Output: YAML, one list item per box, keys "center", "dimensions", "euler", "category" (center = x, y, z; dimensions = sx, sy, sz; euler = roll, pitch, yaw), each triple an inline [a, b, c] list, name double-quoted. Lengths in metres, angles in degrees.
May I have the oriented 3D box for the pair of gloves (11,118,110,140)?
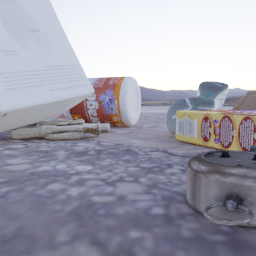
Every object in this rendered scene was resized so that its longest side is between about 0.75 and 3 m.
- center: [-1.529, -0.035, 7.069]
  dimensions: [1.992, 0.411, 2.343]
  euler: [0, 5, 5]
  category: "pair of gloves"

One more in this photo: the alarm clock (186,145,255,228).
- center: [0.871, 0.437, 2.135]
  dimensions: [0.914, 0.451, 1.355]
  euler: [3, 9, 29]
  category: "alarm clock"

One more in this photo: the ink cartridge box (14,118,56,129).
- center: [-3.195, -0.299, 9.296]
  dimensions: [1.715, 0.506, 2.142]
  euler: [1, 7, 8]
  category: "ink cartridge box"

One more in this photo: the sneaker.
- center: [1.948, -0.334, 7.502]
  dimensions: [1.015, 1.156, 2.885]
  euler: [20, 35, 32]
  category: "sneaker"

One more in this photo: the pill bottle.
- center: [-1.165, -0.903, 9.602]
  dimensions: [2.959, 1.660, 1.660]
  euler: [1, 6, 21]
  category: "pill bottle"

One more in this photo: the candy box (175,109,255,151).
- center: [2.114, 0.017, 5.080]
  dimensions: [1.406, 0.680, 2.409]
  euler: [-3, 5, -25]
  category: "candy box"

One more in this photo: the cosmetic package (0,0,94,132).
- center: [-2.638, -1.467, 6.239]
  dimensions: [1.678, 2.729, 2.721]
  euler: [-28, -2, 34]
  category: "cosmetic package"

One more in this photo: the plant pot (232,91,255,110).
- center: [3.896, -0.451, 7.660]
  dimensions: [2.461, 1.136, 2.461]
  euler: [-1, 6, 0]
  category: "plant pot"
